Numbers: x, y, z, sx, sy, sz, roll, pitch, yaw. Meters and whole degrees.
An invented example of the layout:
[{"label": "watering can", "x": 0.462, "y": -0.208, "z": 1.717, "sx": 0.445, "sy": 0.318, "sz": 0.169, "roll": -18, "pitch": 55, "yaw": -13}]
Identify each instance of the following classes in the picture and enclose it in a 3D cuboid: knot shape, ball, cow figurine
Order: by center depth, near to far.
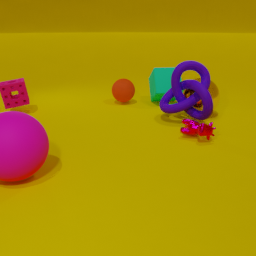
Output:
[{"label": "ball", "x": -2.276, "y": 0.356, "z": 5.543, "sx": 1.378, "sy": 1.378, "sz": 1.378, "roll": 0, "pitch": 21, "yaw": 0}, {"label": "cow figurine", "x": 1.907, "y": 0.014, "z": 7.682, "sx": 0.913, "sy": 0.509, "sz": 0.928, "roll": 11, "pitch": 4, "yaw": 11}, {"label": "knot shape", "x": 1.872, "y": -1.199, "z": 8.635, "sx": 1.850, "sy": 1.731, "sz": 0.855, "roll": 15, "pitch": 6, "yaw": 36}, {"label": "ball", "x": 2.427, "y": -1.041, "z": 9.418, "sx": 1.283, "sy": 1.283, "sz": 1.283, "roll": 0, "pitch": 21, "yaw": 0}, {"label": "ball", "x": -0.178, "y": -1.457, "z": 10.839, "sx": 0.911, "sy": 0.911, "sz": 0.911, "roll": 0, "pitch": 21, "yaw": 0}]

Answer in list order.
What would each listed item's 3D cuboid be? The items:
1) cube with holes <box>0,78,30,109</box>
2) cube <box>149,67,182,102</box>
[{"label": "cube with holes", "x": -3.911, "y": -1.208, "z": 9.677, "sx": 0.797, "sy": 0.797, "sz": 0.797, "roll": -14, "pitch": 23, "yaw": -15}, {"label": "cube", "x": 1.441, "y": -1.673, "z": 10.869, "sx": 1.031, "sy": 1.031, "sz": 1.031, "roll": -3, "pitch": -11, "yaw": -8}]
